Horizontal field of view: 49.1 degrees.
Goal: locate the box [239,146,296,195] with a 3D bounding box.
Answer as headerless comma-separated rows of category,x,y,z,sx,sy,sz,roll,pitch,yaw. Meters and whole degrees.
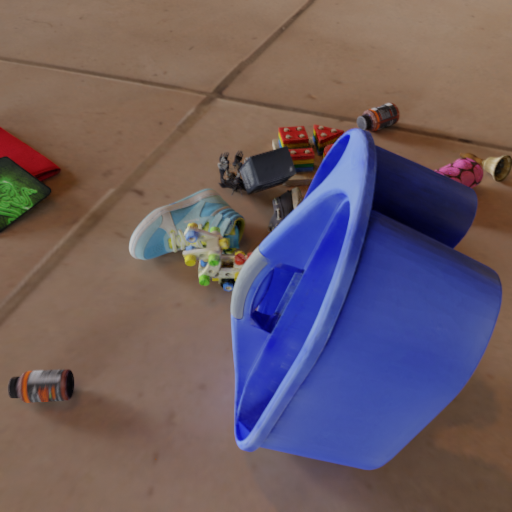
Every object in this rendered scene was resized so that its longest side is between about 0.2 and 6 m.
box,0.236,-1.859,12.314,0.911,1.232,0.642,-18,89,-14

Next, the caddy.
caddy,0.939,0.688,7.510,2.515,4.792,3.387,18,41,-6

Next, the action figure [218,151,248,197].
action figure,-0.518,-2.007,13.197,0.852,0.731,1.433,0,39,-14

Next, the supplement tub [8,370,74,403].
supplement tub,-3.403,2.066,8.873,0.927,0.496,0.496,-3,42,-2

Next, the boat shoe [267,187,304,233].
boat shoe,0.628,-0.580,11.735,0.709,0.822,2.261,-15,38,19

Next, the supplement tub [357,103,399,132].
supplement tub,3.285,-3.728,15.163,1.126,0.602,0.602,-22,47,-23

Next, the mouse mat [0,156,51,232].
mouse mat,-5.846,-1.404,12.693,2.102,0.079,1.692,33,64,27

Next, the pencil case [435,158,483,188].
pencil case,4.314,-1.694,12.818,1.779,0.807,0.833,-22,45,-26

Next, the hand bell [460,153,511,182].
hand bell,5.539,-2.313,13.776,0.660,0.660,1.267,-23,34,-24

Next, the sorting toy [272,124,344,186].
sorting toy,1.469,-2.592,13.859,1.894,0.663,1.906,-4,42,-5

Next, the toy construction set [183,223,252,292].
toy construction set,-0.253,0.100,10.320,2.147,1.408,0.989,11,51,7

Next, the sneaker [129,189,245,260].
sneaker,-1.237,-0.411,11.280,2.391,0.951,1.561,-35,54,-28

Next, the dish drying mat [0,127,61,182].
dish drying mat,-6.596,-2.645,14.161,3.709,0.338,1.425,31,50,30
